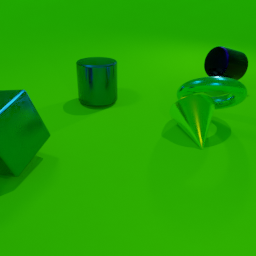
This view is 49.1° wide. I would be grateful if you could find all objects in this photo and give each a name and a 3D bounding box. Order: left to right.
[{"bbox_3d":[-2.514,0.077,5.474,1.199,1.199,1.199,2,42,25],"label":"cube"},{"bbox_3d":[-0.904,-1.394,8.295,1.185,1.185,1.185,0,26,0],"label":"cylinder"},{"bbox_3d":[1.639,0.001,6.651,1.142,1.142,1.146,-3,57,-5],"label":"cone"},{"bbox_3d":[2.060,-0.831,6.967,1.687,0.337,1.687,4,-13,1],"label":"ring"},{"bbox_3d":[3.255,-2.118,9.321,1.020,1.020,1.020,2,26,-32],"label":"cylinder"}]
